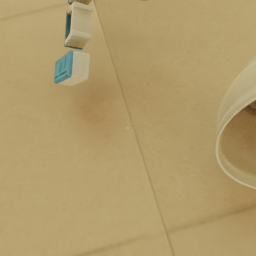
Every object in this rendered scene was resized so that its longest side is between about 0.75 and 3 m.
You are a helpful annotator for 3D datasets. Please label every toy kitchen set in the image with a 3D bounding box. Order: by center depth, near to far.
[{"bbox_3d":[-1.921,-2.332,6.503,1.870,1.375,2.335,5,88,-27],"label":"toy kitchen set"}]

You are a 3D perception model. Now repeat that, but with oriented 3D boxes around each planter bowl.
[{"bbox_3d":[2.948,-0.334,5.096,2.735,2.735,1.840,9,46,3],"label":"planter bowl"}]
